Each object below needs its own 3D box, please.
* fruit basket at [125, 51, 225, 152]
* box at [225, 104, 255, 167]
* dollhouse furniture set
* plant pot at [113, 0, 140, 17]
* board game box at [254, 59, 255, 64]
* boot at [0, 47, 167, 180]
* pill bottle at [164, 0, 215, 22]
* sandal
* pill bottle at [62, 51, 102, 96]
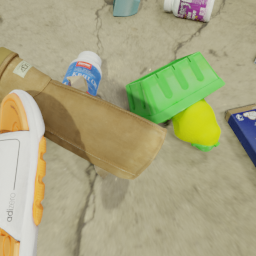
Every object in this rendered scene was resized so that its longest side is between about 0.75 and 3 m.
[{"bbox_3d":[1.346,-0.492,7.059,2.434,1.756,2.434,-1,91,-24],"label":"fruit basket"},{"bbox_3d":[3.727,0.499,6.768,1.632,0.437,2.695,-13,56,-9],"label":"box"},{"bbox_3d":[-1.315,0.174,6.530,1.472,1.643,2.074,-19,57,5],"label":"dollhouse furniture set"},{"bbox_3d":[-0.043,-4.680,10.341,0.913,0.896,0.894,7,53,-9],"label":"plant pot"},{"bbox_3d":[4.685,-2.098,8.811,1.161,0.199,0.780,29,59,20],"label":"board game box"},{"bbox_3d":[-0.907,0.148,3.960,2.258,1.978,0.747,28,51,-8],"label":"boot"},{"bbox_3d":[2.184,-4.438,10.074,1.696,0.952,0.952,15,55,11],"label":"pill bottle"},{"bbox_3d":[-1.284,0.839,2.571,0.769,1.027,2.682,8,69,-37],"label":"sandal"},{"bbox_3d":[-1.267,-1.309,7.751,0.973,0.973,1.733,6,54,5],"label":"pill bottle"}]
